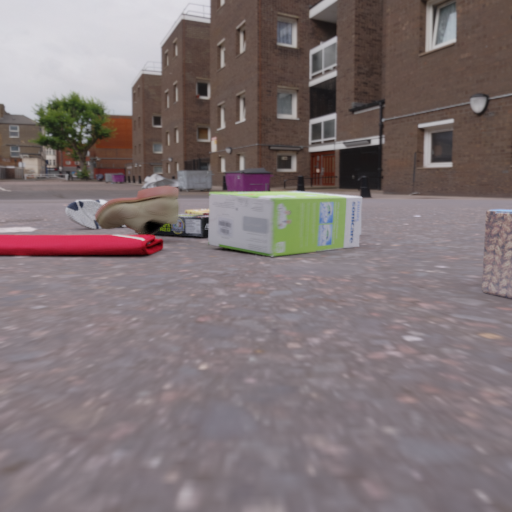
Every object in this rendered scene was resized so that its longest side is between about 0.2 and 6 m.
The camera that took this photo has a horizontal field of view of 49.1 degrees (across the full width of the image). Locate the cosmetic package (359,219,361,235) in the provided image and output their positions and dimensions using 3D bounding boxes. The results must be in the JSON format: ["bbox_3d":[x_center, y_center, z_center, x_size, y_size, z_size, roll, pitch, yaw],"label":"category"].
[{"bbox_3d":[1.713,-0.720,13.196,1.403,0.500,0.712,2,8,21],"label":"cosmetic package"}]

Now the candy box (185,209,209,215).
[{"bbox_3d":[-1.382,-1.113,16.386,0.965,0.462,1.672,-5,9,-24],"label":"candy box"}]

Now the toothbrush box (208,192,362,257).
[{"bbox_3d":[0.556,-0.670,10.511,2.406,1.036,1.752,-8,14,-43],"label":"toothbrush box"}]

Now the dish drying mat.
[{"bbox_3d":[-3.426,-0.201,9.855,3.355,0.305,1.288,1,8,4],"label":"dish drying mat"}]

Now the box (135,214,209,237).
[{"bbox_3d":[-1.631,-0.762,13.554,2.062,0.457,1.652,4,8,32],"label":"box"}]

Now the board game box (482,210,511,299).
[{"bbox_3d":[3.668,-0.013,5.878,1.915,0.927,1.526,-3,8,-25],"label":"board game box"}]

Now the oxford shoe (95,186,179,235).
[{"bbox_3d":[-2.598,-0.806,11.937,2.365,0.873,0.837,-14,-9,39],"label":"oxford shoe"}]

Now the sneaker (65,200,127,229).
[{"bbox_3d":[-4.507,-1.169,15.611,1.984,0.792,1.291,-6,8,-41],"label":"sneaker"}]
